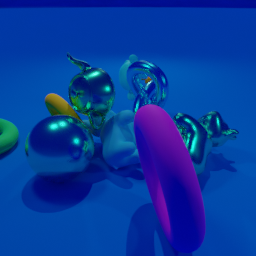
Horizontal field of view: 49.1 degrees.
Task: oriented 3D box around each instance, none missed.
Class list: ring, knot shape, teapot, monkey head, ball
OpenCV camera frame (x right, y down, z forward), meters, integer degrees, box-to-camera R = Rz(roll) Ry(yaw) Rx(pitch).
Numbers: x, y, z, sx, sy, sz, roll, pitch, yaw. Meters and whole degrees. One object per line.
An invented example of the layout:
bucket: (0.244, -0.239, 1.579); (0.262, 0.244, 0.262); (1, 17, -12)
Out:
ring: (-3.548, 0.207, 6.576); (1.838, 0.368, 1.838); (4, 24, -2)
ring: (-1.398, -0.178, 6.460); (0.287, 1.437, 1.437); (-41, 41, -19)
knot shape: (0.531, -0.522, 6.997); (0.923, 1.997, 1.869); (-8, 65, 0)
ring: (0.511, 0.666, 3.901); (0.407, 2.034, 2.034); (-15, 27, -5)
teapot: (-0.833, -0.777, 5.840); (1.063, 1.709, 0.837); (-23, -8, 43)
monkey head: (0.203, -1.557, 8.381); (0.977, 1.358, 0.819); (-3, 26, -11)
ball: (-1.284, 0.384, 5.344); (1.285, 1.285, 1.285); (0, 25, 0)

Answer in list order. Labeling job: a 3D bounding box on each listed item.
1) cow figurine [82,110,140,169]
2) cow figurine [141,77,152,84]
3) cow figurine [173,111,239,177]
cow figurine: (-0.368, 0.195, 6.158); (1.590, 0.887, 1.615); (-22, 52, 33)
cow figurine: (0.537, -1.883, 10.273); (0.971, 0.956, 0.533); (-2, -7, 2)
cow figurine: (1.465, 0.349, 5.765); (1.683, 0.939, 1.711); (25, 58, -19)
